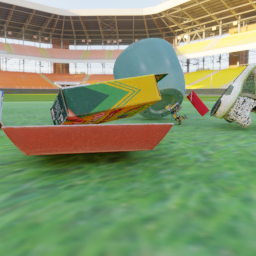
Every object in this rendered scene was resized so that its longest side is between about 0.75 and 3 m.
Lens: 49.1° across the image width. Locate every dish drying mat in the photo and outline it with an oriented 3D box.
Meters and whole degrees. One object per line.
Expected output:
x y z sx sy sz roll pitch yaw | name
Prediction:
2.936 -1.029 11.811 0.425 1.107 0.101 -44 -20 27 | dish drying mat

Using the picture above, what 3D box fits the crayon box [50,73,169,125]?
-0.350 -0.532 5.944 2.320 0.589 1.473 -14 -7 -24 | crayon box

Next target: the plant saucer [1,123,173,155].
-0.658 0.148 4.506 2.173 0.399 2.169 -1 0 -13 | plant saucer

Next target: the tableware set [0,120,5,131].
-3.259 -0.258 6.749 0.214 0.707 1.070 -35 49 -21 | tableware set

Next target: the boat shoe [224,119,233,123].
3.486 -0.425 9.222 0.411 0.418 1.122 -37 12 -5 | boat shoe

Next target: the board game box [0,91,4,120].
-4.353 -0.689 8.457 1.019 1.014 0.221 9 9 -9 | board game box

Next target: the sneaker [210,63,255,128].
3.678 -0.918 8.628 1.314 1.140 2.965 40 56 11 | sneaker

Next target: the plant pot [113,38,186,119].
1.015 -1.746 11.315 2.830 2.271 2.830 -13 -34 -9 | plant pot

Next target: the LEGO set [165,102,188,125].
1.634 -0.544 9.206 0.451 0.778 0.598 -39 5 4 | LEGO set
